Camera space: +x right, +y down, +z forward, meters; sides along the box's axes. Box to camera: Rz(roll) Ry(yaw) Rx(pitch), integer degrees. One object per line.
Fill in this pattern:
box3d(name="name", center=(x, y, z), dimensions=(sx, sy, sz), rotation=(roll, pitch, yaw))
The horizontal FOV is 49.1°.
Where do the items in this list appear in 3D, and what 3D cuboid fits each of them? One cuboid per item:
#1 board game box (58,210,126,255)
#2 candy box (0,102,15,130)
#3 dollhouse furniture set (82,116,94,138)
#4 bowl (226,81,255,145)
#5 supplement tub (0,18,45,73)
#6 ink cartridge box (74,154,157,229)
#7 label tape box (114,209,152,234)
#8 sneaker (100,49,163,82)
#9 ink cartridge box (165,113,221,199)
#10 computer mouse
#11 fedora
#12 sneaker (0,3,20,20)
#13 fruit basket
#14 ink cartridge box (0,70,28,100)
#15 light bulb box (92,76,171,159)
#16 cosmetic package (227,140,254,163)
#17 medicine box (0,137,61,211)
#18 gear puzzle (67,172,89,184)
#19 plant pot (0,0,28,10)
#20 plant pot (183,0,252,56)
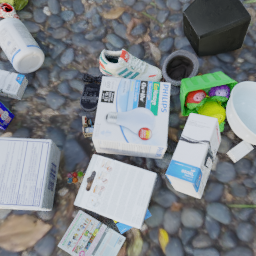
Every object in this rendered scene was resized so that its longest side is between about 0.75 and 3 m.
box3d(name="board game box", center=(-1.238, 3.977, 9.784), dimensions=(1.905, 0.612, 1.405), rotation=(29, 72, 9))
box3d(name="candy box", center=(-5.824, -0.958, 10.985), dimensions=(2.108, 1.782, 0.812), rotation=(25, 72, 9))
box3d(name="dollhouse furniture set", center=(-1.537, -0.120, 11.323), dimensions=(0.574, 0.571, 0.815), rotation=(-7, 70, -3))
box3d(name="bowl", center=(4.853, -0.364, 10.860), dimensions=(2.757, 1.239, 2.757), rotation=(9, 57, -15))
box3d(name="supplement tub", center=(-4.710, -3.564, 12.172), dimensions=(1.393, 1.393, 2.111), rotation=(-32, 72, -11))
box3d(name="ink cartridge box", center=(-0.400, 2.205, 9.912), dimensions=(2.437, 0.576, 1.950), rotation=(16, 71, 10))
box3d(name="label tape box", center=(-0.132, 2.741, 10.259), dimensions=(1.284, 0.564, 1.781), rotation=(-28, 72, -10))
box3d(name="sneaker", center=(0.094, -2.602, 11.844), dimensions=(2.826, 1.321, 0.995), rotation=(16, 70, 6))
box3d(name="ink cartridge box", center=(2.441, 1.004, 10.114), dimensions=(1.060, 1.820, 2.517), rotation=(15, 69, 28))
box3d(name="computer mouse", center=(-1.450, -1.399, 11.886), dimensions=(1.368, 0.521, 1.975), rotation=(7, 58, 5))
box3d(name="fedora", center=(2.220, -2.453, 12.098), dimensions=(1.466, 0.748, 1.657), rotation=(26, 75, 10))
box3d(name="sneaker", center=(-5.883, -5.588, 13.178), dimensions=(1.692, 0.907, 0.565), rotation=(32, 73, 11))
box3d(name="fruit basket", center=(3.264, -0.978, 11.210), dimensions=(2.339, 1.687, 2.339), rotation=(-2, 52, 3))
box3d(name="ink cartridge box", center=(-5.124, -1.862, 11.975), dimensions=(1.328, 0.560, 0.970), rotation=(14, 70, 5))
box3d(name="light bulb box", center=(0.197, -0.367, 10.830), dimensions=(2.661, 1.661, 2.638), rotation=(5, 70, 2))
box3d(name="cosmetic package", center=(4.427, 0.901, 11.062), dimensions=(0.890, 0.361, 0.502), rotation=(-32, 72, -10))
box3d(name="medicine box", center=(-4.061, 1.688, 10.217), dimensions=(2.656, 1.367, 2.419), rotation=(3, 70, 2))
box3d(name="gear puzzle", center=(-1.922, 1.903, 10.814), dimensions=(0.884, 0.116, 0.458), rotation=(-5, 70, -2))
box3d(name="plant pot", center=(-5.733, -6.653, 13.170), dimensions=(1.897, 2.063, 2.063), rotation=(33, 73, -1))
box3d(name="plant pot", center=(3.631, -4.505, 12.190), dimensions=(2.030, 2.283, 2.288), rotation=(-24, 71, 4))
